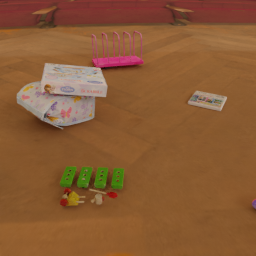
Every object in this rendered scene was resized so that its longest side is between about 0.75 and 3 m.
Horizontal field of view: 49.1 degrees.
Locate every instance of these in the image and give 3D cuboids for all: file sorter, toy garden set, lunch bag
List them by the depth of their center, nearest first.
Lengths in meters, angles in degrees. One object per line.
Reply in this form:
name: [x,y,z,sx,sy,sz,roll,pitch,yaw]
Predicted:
toy garden set: [-0.972,1.600,7.484,1.658,0.331,1.382,2,30,2]
lunch bag: [-2.715,-0.920,10.516,1.969,1.476,2.322,27,30,35]
file sorter: [-0.662,-4.555,15.982,2.702,1.694,1.878,-7,25,-11]

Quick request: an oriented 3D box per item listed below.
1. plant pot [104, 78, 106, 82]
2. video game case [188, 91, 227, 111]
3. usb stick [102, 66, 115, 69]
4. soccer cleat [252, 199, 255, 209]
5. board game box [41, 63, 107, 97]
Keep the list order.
plant pot: [-1.635,-1.987,12.680,1.038,1.038,0.906,23,76,32]
video game case: [3.463,-1.198,12.179,1.394,0.165,1.269,16,35,22]
usb stick: [-1.018,-3.511,15.945,0.963,0.157,0.267,-21,30,-31]
soccer cleat: [3.715,1.998,6.719,1.352,0.451,0.517,10,36,10]
board game box: [-1.992,-1.796,10.303,2.198,0.452,2.192,2,27,-13]
